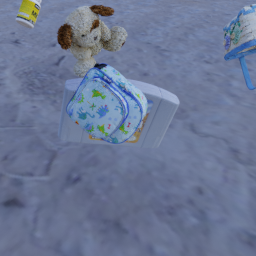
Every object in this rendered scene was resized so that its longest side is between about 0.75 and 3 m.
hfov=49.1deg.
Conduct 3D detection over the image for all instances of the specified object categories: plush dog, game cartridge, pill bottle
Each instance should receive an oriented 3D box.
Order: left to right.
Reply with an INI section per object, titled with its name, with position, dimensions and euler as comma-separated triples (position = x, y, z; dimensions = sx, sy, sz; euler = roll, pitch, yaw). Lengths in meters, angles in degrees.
[pill bottle]
position = -2.879, -3.452, 8.184
dimensions = 0.527, 0.921, 0.527
euler = 19, -1, 0
[plush dog]
position = -0.765, -1.751, 5.133
dimensions = 1.301, 1.117, 1.044
euler = -43, 77, -8
[game cartridge]
position = -0.180, -0.265, 5.428
dimensions = 2.182, 1.453, 0.453
euler = 5, 46, -16

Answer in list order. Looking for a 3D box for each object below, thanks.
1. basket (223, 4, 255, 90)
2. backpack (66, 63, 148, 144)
[basket]
position = 3.139, -1.936, 6.907
dimensions = 1.288, 1.851, 1.632
euler = -21, -3, -6
[backpack]
position = -0.273, -0.262, 3.792
dimensions = 0.965, 0.883, 0.709
euler = 35, 26, -7
